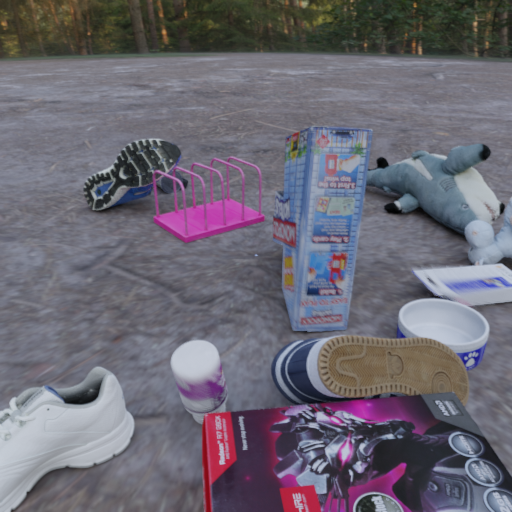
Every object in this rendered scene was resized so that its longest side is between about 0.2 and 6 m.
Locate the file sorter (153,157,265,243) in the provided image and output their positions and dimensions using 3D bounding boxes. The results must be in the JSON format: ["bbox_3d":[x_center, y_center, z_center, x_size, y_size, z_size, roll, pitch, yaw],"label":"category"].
[{"bbox_3d":[-1.049,-1.336,12.274,2.056,1.290,1.429,-18,30,-32],"label":"file sorter"}]

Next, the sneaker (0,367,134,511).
[{"bbox_3d":[-2.431,1.897,5.793,2.374,1.034,0.884,-23,34,-38],"label":"sneaker"}]

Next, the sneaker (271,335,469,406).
[{"bbox_3d":[1.362,1.460,6.875,2.474,0.867,1.342,14,-21,-30],"label":"sneaker"}]

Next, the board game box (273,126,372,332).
[{"bbox_3d":[0.860,-0.414,9.039,0.916,2.968,2.970,1,6,-10],"label":"board game box"}]

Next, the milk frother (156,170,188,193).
[{"bbox_3d":[-2.250,-2.265,14.554,0.927,1.027,0.966,-12,28,-32],"label":"milk frother"}]

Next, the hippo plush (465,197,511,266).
[{"bbox_3d":[4.547,-0.293,10.454,1.213,1.508,1.201,-16,19,22],"label":"hippo plush"}]

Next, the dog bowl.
[{"bbox_3d":[2.655,1.122,8.042,1.231,0.485,1.231,0,26,0],"label":"dog bowl"}]

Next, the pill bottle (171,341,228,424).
[{"bbox_3d":[-0.632,1.513,6.554,0.559,0.995,0.559,-5,38,4],"label":"pill bottle"}]

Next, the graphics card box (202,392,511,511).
[{"bbox_3d":[0.925,2.240,5.419,2.862,0.728,1.795,-2,25,-6],"label":"graphics card box"}]

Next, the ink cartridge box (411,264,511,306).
[{"bbox_3d":[3.589,0.491,9.429,1.796,0.333,0.850,-2,26,-14],"label":"ink cartridge box"}]

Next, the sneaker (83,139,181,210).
[{"bbox_3d":[-2.752,-1.915,12.957,2.630,1.033,1.172,-23,0,27],"label":"sneaker"}]

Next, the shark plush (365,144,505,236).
[{"bbox_3d":[3.631,-1.653,12.934,4.270,1.940,1.779,29,69,37],"label":"shark plush"}]
